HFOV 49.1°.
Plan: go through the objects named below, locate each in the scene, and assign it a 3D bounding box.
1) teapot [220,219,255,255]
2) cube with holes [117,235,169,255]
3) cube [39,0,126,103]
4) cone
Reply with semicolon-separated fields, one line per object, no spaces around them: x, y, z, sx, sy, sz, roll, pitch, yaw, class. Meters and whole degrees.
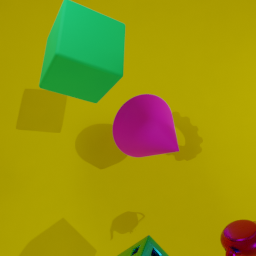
1.748;1.764;4.223;1.083;0.673;0.530;-29;101;-32;teapot
0.120;2.463;3.579;1.218;1.218;1.218;47;116;0;cube with holes
-0.857;-1.354;5.257;1.202;1.202;1.202;14;64;-26;cube
0.618;0.184;5.571;1.465;1.471;1.465;-7;110;-21;cone
